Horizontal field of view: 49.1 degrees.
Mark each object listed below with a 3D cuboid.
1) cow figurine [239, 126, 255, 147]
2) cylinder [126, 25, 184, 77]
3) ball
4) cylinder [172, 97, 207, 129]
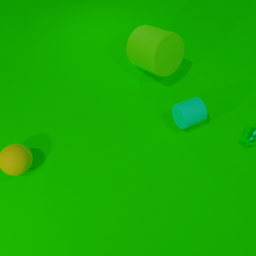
[{"bbox_3d":[3.734,0.122,8.122,0.481,0.862,0.876,37,71,-6],"label":"cow figurine"},{"bbox_3d":[0.872,-2.501,9.047,1.361,1.361,1.361,-36,44,-19],"label":"cylinder"},{"bbox_3d":[-3.089,0.872,7.713,0.863,0.863,0.863,0,60,0],"label":"ball"},{"bbox_3d":[1.814,-0.443,8.296,0.757,0.757,0.757,-22,62,-15],"label":"cylinder"}]
